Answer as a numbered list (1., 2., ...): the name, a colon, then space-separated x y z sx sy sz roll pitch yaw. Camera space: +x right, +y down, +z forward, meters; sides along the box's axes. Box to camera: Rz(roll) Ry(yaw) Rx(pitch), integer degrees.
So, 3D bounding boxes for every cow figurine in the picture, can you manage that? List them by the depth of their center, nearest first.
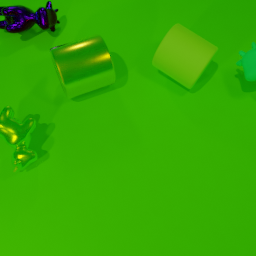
1. cow figurine: -2.719 0.308 6.729 1.352 0.742 1.330 29 74 -10
2. cow figurine: 3.691 -1.493 7.283 1.727 0.948 1.700 -32 89 -43
3. cow figurine: -3.163 -3.502 8.883 1.690 0.943 1.717 -24 35 -35

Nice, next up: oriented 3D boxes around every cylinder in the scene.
1. cylinder: -1.222 -1.663 7.605 1.396 1.396 1.396 -21 63 -11
2. cylinder: 1.531 -1.929 7.607 1.291 1.291 1.291 35 67 7
